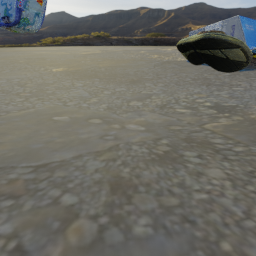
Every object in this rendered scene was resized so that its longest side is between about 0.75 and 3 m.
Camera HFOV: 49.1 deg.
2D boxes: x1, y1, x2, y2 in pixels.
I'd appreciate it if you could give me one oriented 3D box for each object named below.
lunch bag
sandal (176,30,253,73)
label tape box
[{"bbox_3d":[-2.874,-3.672,7.368,1.799,2.239,0.923,20,12,41],"label":"lunch bag"},{"bbox_3d":[1.721,-1.711,5.791,0.626,0.871,2.193,-42,26,-1],"label":"sandal"},{"bbox_3d":[3.242,-2.138,7.230,2.116,0.976,2.954,4,3,-23],"label":"label tape box"}]
